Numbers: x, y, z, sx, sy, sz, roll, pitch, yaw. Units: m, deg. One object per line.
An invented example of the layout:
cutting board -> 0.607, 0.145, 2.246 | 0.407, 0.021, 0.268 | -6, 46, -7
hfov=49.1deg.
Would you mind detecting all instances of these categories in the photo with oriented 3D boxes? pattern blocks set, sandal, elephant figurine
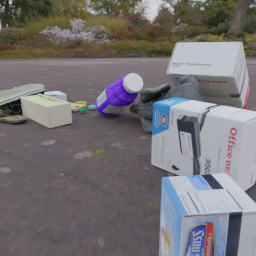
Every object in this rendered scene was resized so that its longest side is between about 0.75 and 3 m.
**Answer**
pattern blocks set -> -2.354, -0.837, 11.272 | 2.035, 0.165, 1.789 | 12, 21, 36
sandal -> -4.165, -0.478, 9.572 | 1.693, 0.483, 0.672 | 5, 18, 19
elephant figurine -> 0.997, -0.572, 8.631 | 2.468, 1.915, 1.746 | -6, 58, 15

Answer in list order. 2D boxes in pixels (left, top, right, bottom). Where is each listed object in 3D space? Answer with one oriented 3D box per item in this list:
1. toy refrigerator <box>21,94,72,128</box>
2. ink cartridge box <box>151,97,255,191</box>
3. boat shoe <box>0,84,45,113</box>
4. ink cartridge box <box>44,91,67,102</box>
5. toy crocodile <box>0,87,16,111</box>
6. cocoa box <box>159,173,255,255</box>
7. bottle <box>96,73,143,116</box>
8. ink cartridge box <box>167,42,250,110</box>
toy refrigerator -> -2.867, -0.670, 9.675 | 0.842, 0.776, 2.218 | -16, 22, -37
ink cartridge box -> 1.468, 0.276, 5.535 | 0.836, 1.435, 1.984 | -16, 23, -42
boat shoe -> -4.301, -0.999, 10.607 | 1.063, 0.887, 2.849 | 14, 25, 27
ink cartridge box -> -3.265, -1.352, 12.509 | 0.749, 0.432, 1.025 | -11, 20, -31
toy crocodile -> -5.629, -1.141, 11.195 | 2.613, 0.807, 0.882 | -5, 18, -14
cocoa box -> 0.787, 1.189, 2.976 | 0.780, 1.189, 0.793 | -2, 17, -6
bottle -> -0.287, -1.080, 9.343 | 1.039, 0.812, 2.487 | -10, -9, -24
ink cartridge box -> 2.896, -1.636, 9.692 | 2.133, 1.238, 2.957 | 10, -14, 30
